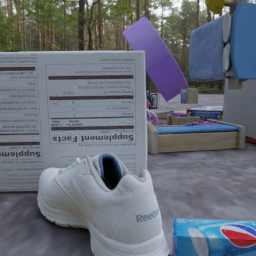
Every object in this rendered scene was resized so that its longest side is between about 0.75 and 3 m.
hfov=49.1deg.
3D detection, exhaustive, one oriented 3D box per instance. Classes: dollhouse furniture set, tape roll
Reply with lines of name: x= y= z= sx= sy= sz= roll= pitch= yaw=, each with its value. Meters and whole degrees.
dollhouse furniture set: x=1.046 y=-1.082 z=5.781 sx=1.806 sy=2.767 sz=2.612 roll=-1 pitch=8 yaw=-14
tape roll: x=0.879 y=-2.135 z=8.890 sx=0.854 sy=2.602 sz=2.602 roll=-32 pitch=3 yaw=11

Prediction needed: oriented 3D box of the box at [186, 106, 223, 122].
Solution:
box: x=3.145 y=-0.516 z=9.984 sx=1.471 sy=0.428 sz=2.148 roll=5 pitch=10 yaw=31

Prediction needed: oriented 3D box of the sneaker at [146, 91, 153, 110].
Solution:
sneaker: x=-0.112 y=-1.160 z=12.371 sx=2.703 sy=1.056 sz=1.220 roll=-5 pitch=7 yaw=-30

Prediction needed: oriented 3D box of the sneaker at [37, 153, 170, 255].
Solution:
sneaker: x=-0.270 y=0.489 z=2.244 sx=0.577 sy=0.675 sz=1.550 roll=-8 pitch=10 yaw=-41

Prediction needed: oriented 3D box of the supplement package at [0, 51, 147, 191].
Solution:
supplement package: x=-0.863 y=-0.241 z=4.227 sx=2.121 sy=1.510 sz=2.723 roll=-1 pitch=9 yaw=-1

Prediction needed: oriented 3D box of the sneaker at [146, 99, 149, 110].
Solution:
sneaker: x=0.265 y=-0.855 z=11.510 sx=0.724 sy=0.668 sz=1.641 roll=9 pitch=12 yaw=37

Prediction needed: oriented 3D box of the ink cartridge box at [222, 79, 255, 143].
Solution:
ink cartridge box: x=3.727 y=-0.697 z=6.026 sx=2.635 sy=1.905 sz=1.914 roll=-1 pitch=8 yaw=-10

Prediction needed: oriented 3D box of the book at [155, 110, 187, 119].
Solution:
book: x=1.688 y=-0.526 z=10.601 sx=0.826 sy=0.297 sz=1.236 roll=0 pitch=6 yaw=39

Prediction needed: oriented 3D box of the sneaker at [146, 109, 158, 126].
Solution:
sneaker: x=0.024 y=-0.214 z=7.470 sx=1.563 sy=0.629 sz=0.691 roll=0 pitch=1 yaw=9

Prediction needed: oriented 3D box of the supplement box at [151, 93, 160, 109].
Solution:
supplement box: x=0.161 y=-1.455 z=15.014 sx=2.736 sy=0.833 sz=1.489 roll=-3 pitch=9 yaw=-25

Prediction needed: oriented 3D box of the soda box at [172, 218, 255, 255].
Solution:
soda box: x=0.678 y=0.759 z=1.783 sx=0.767 sy=0.260 sz=0.246 roll=1 pitch=8 yaw=4
